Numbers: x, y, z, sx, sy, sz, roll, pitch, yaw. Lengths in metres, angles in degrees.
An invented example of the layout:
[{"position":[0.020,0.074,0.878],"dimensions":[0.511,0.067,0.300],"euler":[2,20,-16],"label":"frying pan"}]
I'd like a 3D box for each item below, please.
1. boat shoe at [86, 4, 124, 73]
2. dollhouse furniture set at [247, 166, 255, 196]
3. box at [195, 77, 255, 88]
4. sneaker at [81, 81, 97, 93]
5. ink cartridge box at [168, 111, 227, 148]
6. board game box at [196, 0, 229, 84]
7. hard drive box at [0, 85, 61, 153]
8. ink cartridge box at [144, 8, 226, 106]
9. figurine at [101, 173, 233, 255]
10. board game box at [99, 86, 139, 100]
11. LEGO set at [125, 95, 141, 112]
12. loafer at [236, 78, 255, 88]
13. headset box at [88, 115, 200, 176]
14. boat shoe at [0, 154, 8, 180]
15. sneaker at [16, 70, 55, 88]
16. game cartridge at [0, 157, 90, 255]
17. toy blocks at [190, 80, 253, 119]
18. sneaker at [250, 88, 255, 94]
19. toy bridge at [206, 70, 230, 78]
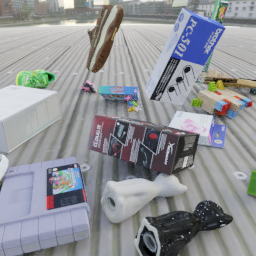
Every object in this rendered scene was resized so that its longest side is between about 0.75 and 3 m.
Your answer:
[{"position":[-1.114,-3.493,10.872],"dimensions":[1.010,2.731,1.008],"euler":[22,-5,12],"label":"boat shoe"},{"position":[3.567,1.342,7.189],"dimensions":[0.751,0.580,1.503],"euler":[12,8,39],"label":"dollhouse furniture set"},{"position":[4.662,-2.136,13.175],"dimensions":[2.771,0.295,2.265],"euler":[-2,9,-45],"label":"box"},{"position":[-1.981,-1.982,14.021],"dimensions":[0.580,0.481,1.217],"euler":[-29,32,-16],"label":"sneaker"},{"position":[2.451,-0.012,9.832],"dimensions":[1.908,0.413,1.873],"euler":[7,26,18],"label":"ink cartridge box"},{"position":[2.992,-3.182,10.172],"dimensions":[0.333,2.840,1.488],"euler":[14,36,7],"label":"board game box"},{"position":[-4.184,-0.477,9.921],"dimensions":[2.298,1.132,2.949],"euler":[10,27,20],"label":"hard drive box"},{"position":[1.619,-2.000,8.422],"dimensions":[1.273,2.709,0.599],"euler":[8,36,-26],"label":"ink cartridge box"},{"position":[0.789,1.667,5.957],"dimensions":[2.081,0.918,2.133],"euler":[-8,25,-34],"label":"figurine"},{"position":[-0.366,-1.557,12.450],"dimensions":[1.658,0.373,1.261],"euler":[2,-4,4],"label":"board game box"},{"position":[0.135,-0.909,11.693],"dimensions":[0.369,0.343,0.899],"euler":[-25,61,-25],"label":"LEGO set"},{"position":[6.086,-2.388,14.503],"dimensions":[1.520,0.479,0.546],"euler":[6,67,8],"label":"loafer"},{"position":[0.364,0.335,7.676],"dimensions":[2.658,0.997,1.976],"euler":[14,6,28],"label":"headset box"},{"position":[-3.526,1.209,6.419],"dimensions":[0.857,0.844,2.379],"euler":[-40,21,16],"label":"boat shoe"},{"position":[-4.717,-2.512,14.395],"dimensions":[1.099,0.974,2.629],"euler":[6,26,21],"label":"sneaker"},{"position":[-1.882,1.502,6.209],"dimensions":[1.866,0.552,2.878],"euler":[-13,23,-11],"label":"game cartridge"},{"position":[3.919,-1.015,11.348],"dimensions":[2.337,1.168,1.597],"euler":[-16,42,-39],"label":"toy blocks"},{"position":[6.252,-1.929,13.920],"dimensions":[0.354,0.337,0.893],"euler":[5,25,16],"label":"sneaker"},{"position":[4.504,-2.595,14.253],"dimensions":[0.895,0.362,2.663],"euler":[11,6,39],"label":"toy bridge"}]
